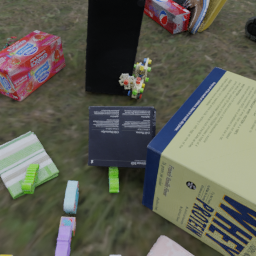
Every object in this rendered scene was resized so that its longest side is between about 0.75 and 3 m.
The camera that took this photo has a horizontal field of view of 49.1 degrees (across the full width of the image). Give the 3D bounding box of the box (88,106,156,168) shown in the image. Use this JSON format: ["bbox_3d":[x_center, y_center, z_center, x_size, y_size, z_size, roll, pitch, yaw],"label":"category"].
[{"bbox_3d":[-0.112,0.183,6.110,1.394,0.726,1.270,2,89,10],"label":"box"}]

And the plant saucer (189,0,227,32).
[{"bbox_3d":[3.185,-5.389,11.145,0.612,2.524,2.524,8,40,-32],"label":"plant saucer"}]

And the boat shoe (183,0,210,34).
[{"bbox_3d":[2.597,-4.730,10.775,0.881,0.880,2.435,20,72,1],"label":"boat shoe"}]

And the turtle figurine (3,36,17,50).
[{"bbox_3d":[-4.044,-2.850,9.793,0.728,0.490,0.973,-25,57,-22],"label":"turtle figurine"}]

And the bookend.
[{"bbox_3d":[-0.449,-2.967,8.142,1.319,2.847,2.865,5,45,-6],"label":"bookend"}]

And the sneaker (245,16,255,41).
[{"bbox_3d":[5.536,-3.288,9.783,1.129,1.074,2.849,-23,51,-23],"label":"sneaker"}]

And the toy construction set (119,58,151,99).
[{"bbox_3d":[0.262,-1.380,7.986,0.635,0.904,1.378,24,39,15],"label":"toy construction set"}]

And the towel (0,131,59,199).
[{"bbox_3d":[-2.403,0.816,6.465,1.125,0.231,1.508,-29,55,-22],"label":"towel"}]

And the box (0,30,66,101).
[{"bbox_3d":[-2.992,-1.935,8.463,1.029,1.075,2.156,22,50,20],"label":"box"}]

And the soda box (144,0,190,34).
[{"bbox_3d":[1.506,-4.651,11.264,0.718,0.793,2.266,-21,50,-19],"label":"soda box"}]

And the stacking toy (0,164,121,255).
[{"bbox_3d":[-1.129,1.684,5.207,1.976,0.616,2.620,2,45,-5],"label":"stacking toy"}]

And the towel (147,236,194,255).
[{"bbox_3d":[0.780,2.827,4.454,1.618,0.273,1.694,27,51,24],"label":"towel"}]

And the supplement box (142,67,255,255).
[{"bbox_3d":[2.217,0.712,5.327,2.831,1.903,2.834,27,52,23],"label":"supplement box"}]

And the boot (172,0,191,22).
[{"bbox_3d":[2.169,-4.836,11.665,1.186,0.472,1.439,-20,54,2],"label":"boot"}]
